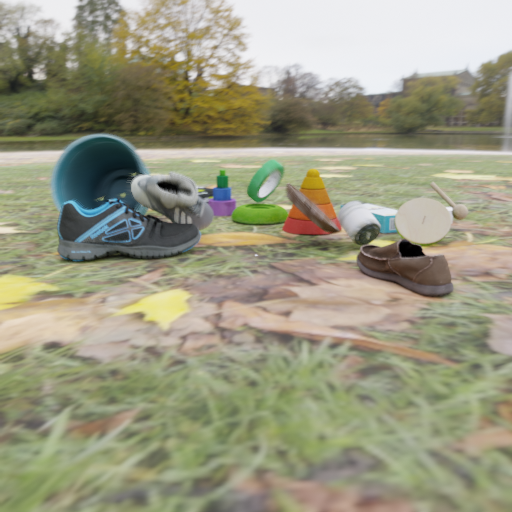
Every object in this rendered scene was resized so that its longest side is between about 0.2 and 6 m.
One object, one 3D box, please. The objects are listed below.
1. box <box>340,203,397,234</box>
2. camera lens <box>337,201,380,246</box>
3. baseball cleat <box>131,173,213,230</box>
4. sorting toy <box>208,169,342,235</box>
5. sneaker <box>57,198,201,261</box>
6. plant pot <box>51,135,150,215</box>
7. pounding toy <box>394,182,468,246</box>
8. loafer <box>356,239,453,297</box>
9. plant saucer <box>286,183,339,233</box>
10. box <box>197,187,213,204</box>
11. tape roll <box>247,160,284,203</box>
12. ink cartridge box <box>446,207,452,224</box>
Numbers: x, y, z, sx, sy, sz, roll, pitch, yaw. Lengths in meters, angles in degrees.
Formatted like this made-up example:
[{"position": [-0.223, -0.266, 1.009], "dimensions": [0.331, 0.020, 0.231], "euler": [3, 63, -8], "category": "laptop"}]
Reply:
[{"position": [2.876, -0.952, 13.837], "dimensions": [0.747, 0.446, 1.817], "euler": [-6, 15, -24], "category": "box"}, {"position": [2.092, -0.652, 11.376], "dimensions": [0.636, 0.636, 0.795], "euler": [-6, 43, -22], "category": "camera lens"}, {"position": [-1.443, -1.050, 11.498], "dimensions": [1.232, 0.807, 2.316], "euler": [-3, -12, 37], "category": "baseball cleat"}, {"position": [0.310, -1.573, 14.251], "dimensions": [1.499, 1.489, 4.322], "euler": [-13, 20, -43], "category": "sorting toy"}, {"position": [-2.391, -0.536, 10.750], "dimensions": [2.729, 1.118, 0.999], "euler": [-3, 11, -21], "category": "sneaker"}, {"position": [-3.401, -1.559, 13.228], "dimensions": [2.151, 2.151, 2.021], "euler": [0, -2, 2], "category": "plant pot"}, {"position": [3.711, -0.702, 12.159], "dimensions": [1.494, 0.693, 1.153], "euler": [-39, 61, -11], "category": "pounding toy"}, {"position": [2.424, 0.054, 9.140], "dimensions": [0.754, 0.733, 2.064], "euler": [-7, 16, -28], "category": "loafer"}, {"position": [1.132, -0.951, 11.680], "dimensions": [1.465, 0.235, 1.465], "euler": [40, 12, -10], "category": "plant saucer"}, {"position": [-2.006, -1.886, 17.709], "dimensions": [1.788, 0.425, 1.727], "euler": [11, 20, 37], "category": "box"}, {"position": [0.250, -1.954, 14.715], "dimensions": [0.285, 1.184, 1.184], "euler": [40, 29, 17], "category": "tape roll"}, {"position": [4.611, -1.030, 14.345], "dimensions": [1.074, 0.362, 0.626], "euler": [-2, 14, 0], "category": "ink cartridge box"}]
